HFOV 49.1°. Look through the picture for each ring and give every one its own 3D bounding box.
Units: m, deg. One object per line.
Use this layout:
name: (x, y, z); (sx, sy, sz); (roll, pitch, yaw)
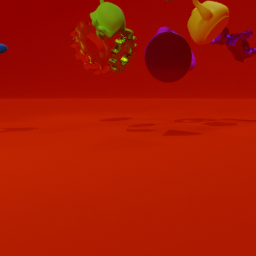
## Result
ring: (1.702, -2.755, 9.778); (0.369, 1.846, 1.846); (-38, -17, 34)

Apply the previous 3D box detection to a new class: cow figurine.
cow figurine: (3.746, -2.982, 10.042); (0.792, 1.443, 1.420); (-31, 11, -40)

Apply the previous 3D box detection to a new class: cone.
cone: (0.805, -1.636, 6.761); (1.107, 1.107, 1.111); (-1, 7, -11)

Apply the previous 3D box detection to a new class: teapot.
teapot: (2.251, -3.145, 8.157); (0.979, 1.243, 2.000); (48, 15, 15)

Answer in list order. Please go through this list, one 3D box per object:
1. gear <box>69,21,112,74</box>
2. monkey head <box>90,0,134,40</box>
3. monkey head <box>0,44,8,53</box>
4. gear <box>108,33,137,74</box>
gear: (-1.273, -2.966, 10.376); (0.360, 1.948, 1.948); (-23, -8, 36)
monkey head: (-0.461, -2.517, 6.713); (0.736, 1.221, 0.878); (-41, 0, -9)
monkey head: (-3.913, -2.075, 7.107); (1.443, 1.038, 0.870); (-16, 61, -50)
gear: (-0.146, -2.192, 8.214); (0.217, 1.174, 1.174); (28, 16, 18)
